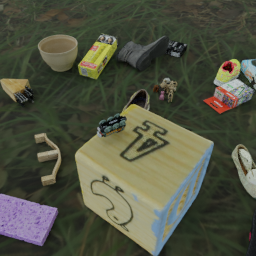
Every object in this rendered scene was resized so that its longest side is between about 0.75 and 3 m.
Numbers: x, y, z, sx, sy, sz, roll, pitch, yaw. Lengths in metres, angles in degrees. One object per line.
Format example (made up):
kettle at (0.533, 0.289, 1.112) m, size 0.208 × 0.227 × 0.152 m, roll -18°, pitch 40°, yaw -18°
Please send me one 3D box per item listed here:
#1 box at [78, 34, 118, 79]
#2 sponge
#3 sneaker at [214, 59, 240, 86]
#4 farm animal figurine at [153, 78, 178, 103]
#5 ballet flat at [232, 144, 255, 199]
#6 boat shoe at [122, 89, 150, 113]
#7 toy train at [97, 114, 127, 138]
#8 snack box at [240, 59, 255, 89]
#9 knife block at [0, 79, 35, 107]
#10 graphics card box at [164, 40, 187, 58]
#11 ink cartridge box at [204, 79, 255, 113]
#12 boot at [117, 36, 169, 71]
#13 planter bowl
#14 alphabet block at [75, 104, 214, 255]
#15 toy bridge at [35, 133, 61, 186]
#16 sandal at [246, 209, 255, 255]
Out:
box at (-1.424, -3.554, 13.749) m, size 0.959 × 0.639 × 2.549 m, roll 19°, pitch 59°, yaw 15°
sponge at (-3.109, 2.618, 8.094) m, size 1.908 × 0.285 × 1.064 m, roll 11°, pitch 46°, yaw 10°
sneaker at (4.753, -2.755, 13.015) m, size 0.828 × 0.957 × 2.120 m, roll 25°, pitch 49°, yaw 21°
farm animal figurine at (1.730, -1.752, 12.242) m, size 1.194 × 0.630 × 1.208 m, roll -31°, pitch 53°, yaw -28°
ballet flat at (3.919, 1.377, 9.101) m, size 0.677 × 0.625 × 2.006 m, roll -8°, pitch 46°, yaw -6°
boat shoe at (0.183, -0.477, 10.839) m, size 0.961 × 0.796 × 2.675 m, roll 16°, pitch 47°, yaw 16°
toy train at (-0.399, -0.032, 6.972) m, size 0.839 × 0.478 × 0.357 m, roll -25°, pitch 59°, yaw -31°
snack box at (6.520, -2.195, 12.760) m, size 1.654 × 0.528 × 2.847 m, roll -6°, pitch 45°, yaw -6°
knife block at (-4.824, -1.486, 12.036) m, size 1.659 × 0.531 × 1.456 m, roll 2°, pitch 44°, yaw 1°
graphics card box at (2.305, -4.298, 14.979) m, size 1.500 × 0.382 × 0.941 m, roll 20°, pitch 48°, yaw 20°
ink cartridge box at (4.308, -1.383, 11.963) m, size 1.924 × 0.485 × 1.048 m, roll -23°, pitch 49°, yaw -23°
boot at (0.756, -4.083, 14.216) m, size 1.733 × 0.919 × 2.633 m, roll 33°, pitch 61°, yaw 29°
planter bowl at (-3.298, -3.538, 13.619) m, size 1.822 × 1.226 × 1.822 m, roll 0°, pitch 45°, yaw 0°
alphabet block at (0.450, 1.332, 7.808) m, size 2.621 × 2.560 × 2.574 m, roll 27°, pitch 49°, yaw 26°
toy bridge at (-2.744, 0.963, 9.748) m, size 0.752 × 0.305 × 2.238 m, roll -12°, pitch 46°, yaw -15°
sandal at (3.727, 3.013, 7.615) m, size 0.946 × 0.567 × 2.518 m, roll 21°, pitch 63°, yaw 27°
